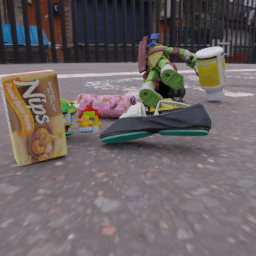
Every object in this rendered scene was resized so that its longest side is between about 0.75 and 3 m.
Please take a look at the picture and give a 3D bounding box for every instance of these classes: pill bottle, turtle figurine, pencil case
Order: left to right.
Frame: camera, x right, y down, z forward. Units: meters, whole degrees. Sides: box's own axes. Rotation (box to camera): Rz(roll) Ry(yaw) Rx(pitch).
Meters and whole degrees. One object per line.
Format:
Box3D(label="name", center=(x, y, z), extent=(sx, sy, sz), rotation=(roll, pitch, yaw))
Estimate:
Box3D(label="pencil case", center=(-0.725, -0.732, 9.428), extent=(2.023, 0.837, 0.875), rotation=(4, -14, 14))
Box3D(label="turtle figurine", center=(1.414, -1.678, 9.602), extent=(2.059, 2.861, 2.774), rotation=(-6, 33, 14))
Box3D(label="pill bottle", center=(3.584, -2.298, 11.946), extent=(1.156, 2.064, 1.156), rotation=(-13, 25, 6))

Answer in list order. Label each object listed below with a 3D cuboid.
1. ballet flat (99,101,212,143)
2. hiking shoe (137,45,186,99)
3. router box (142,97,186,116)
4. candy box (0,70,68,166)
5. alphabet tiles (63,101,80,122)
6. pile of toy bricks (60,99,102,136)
Box3D(label="ballet flat", center=(0.600, -0.173, 6.668), extent=(2.644, 0.966, 0.966), rotation=(-5, 15, 12))
Box3D(label="hiking shoe", center=(1.285, -2.398, 12.080), extent=(1.128, 2.979, 1.499), rotation=(-43, -10, 36))
Box3D(label="router box", center=(1.188, -0.586, 9.271), extent=(1.377, 0.457, 1.752), rotation=(-7, 16, 3))
Box3D(label="candy box", center=(-1.896, -0.222, 5.717), extent=(1.035, 1.794, 0.496), rotation=(-13, 20, -28))
Box3D(label="alphabet tiles", center=(-1.673, -0.424, 7.415), extent=(0.849, 0.062, 0.830), rotation=(-10, 41, 24))
Box3D(label="pile of toy bricks", center=(-1.717, -0.316, 7.020), extent=(1.995, 0.985, 1.107), rotation=(-5, -5, 1))
